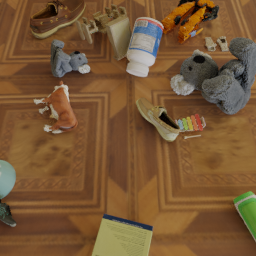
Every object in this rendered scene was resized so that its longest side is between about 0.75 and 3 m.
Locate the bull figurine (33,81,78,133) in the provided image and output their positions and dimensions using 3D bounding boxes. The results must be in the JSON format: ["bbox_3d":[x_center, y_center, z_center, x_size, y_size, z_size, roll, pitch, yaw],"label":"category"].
[{"bbox_3d":[-2.458,-0.702,9.649,1.241,0.666,2.044,-23,61,-9],"label":"bull figurine"}]

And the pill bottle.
[{"bbox_3d":[0.565,-2.956,10.396,1.091,1.091,1.944,15,89,8],"label":"pill bottle"}]

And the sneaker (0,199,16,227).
[{"bbox_3d":[-3.559,2.402,8.028,1.067,0.402,0.423,32,63,16],"label":"sneaker"}]

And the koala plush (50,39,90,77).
[{"bbox_3d":[-2.155,-2.511,10.559,1.356,1.246,1.202,-6,48,-28],"label":"koala plush"}]

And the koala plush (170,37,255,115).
[{"bbox_3d":[2.854,-1.760,9.707,2.526,2.321,2.240,26,76,37],"label":"koala plush"}]

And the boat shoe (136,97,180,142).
[{"bbox_3d":[1.039,-0.419,9.354,1.869,0.620,0.692,48,41,15],"label":"boat shoe"}]

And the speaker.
[{"bbox_3d":[3.602,2.587,7.769,0.687,0.687,1.553,-19,62,-11],"label":"speaker"}]

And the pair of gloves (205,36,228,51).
[{"bbox_3d":[3.629,-3.469,11.498,0.903,0.158,0.768,1,61,1],"label":"pair of gloves"}]

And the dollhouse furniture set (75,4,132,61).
[{"bbox_3d":[-0.740,-3.840,11.349,1.835,1.391,2.094,-32,43,-17],"label":"dollhouse furniture set"}]

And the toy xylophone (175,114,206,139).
[{"bbox_3d":[2.130,-0.049,9.497,1.025,0.258,0.751,-14,62,-7],"label":"toy xylophone"}]

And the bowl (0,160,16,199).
[{"bbox_3d":[-4.170,1.458,8.382,1.373,0.718,1.373,0,59,0],"label":"bowl"}]

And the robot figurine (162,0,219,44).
[{"bbox_3d":[2.653,-4.729,11.884,1.819,0.730,2.509,40,68,20],"label":"robot figurine"}]

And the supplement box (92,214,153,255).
[{"bbox_3d":[-0.159,3.156,7.296,1.364,0.916,1.363,12,61,7],"label":"supplement box"}]

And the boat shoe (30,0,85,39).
[{"bbox_3d":[-2.927,-4.878,11.836,1.009,0.946,2.802,39,68,20],"label":"boat shoe"}]
